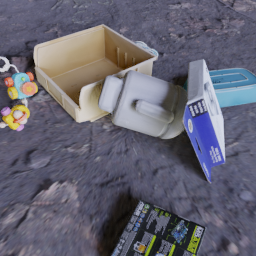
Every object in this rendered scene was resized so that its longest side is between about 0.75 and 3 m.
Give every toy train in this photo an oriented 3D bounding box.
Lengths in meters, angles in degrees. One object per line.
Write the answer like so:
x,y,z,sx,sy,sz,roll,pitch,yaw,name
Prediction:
-3.262,-0.698,7.504,0.613,1.654,2.202,15,81,40,toy train

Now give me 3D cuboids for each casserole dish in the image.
3.148,-1.391,9.145,2.806,0.544,1.700,-9,37,-10,casserole dish

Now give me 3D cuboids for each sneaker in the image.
0.615,-2.848,10.321,1.087,0.422,0.469,21,31,-6,sneaker

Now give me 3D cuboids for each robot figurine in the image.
0.560,-0.603,7.525,2.664,1.504,2.259,17,15,-8,robot figurine

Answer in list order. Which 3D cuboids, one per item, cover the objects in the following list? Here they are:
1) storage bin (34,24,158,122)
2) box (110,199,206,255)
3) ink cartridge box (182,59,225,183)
-1.150,-1.899,9.191,2.921,1.379,2.942,-28,51,-27,storage bin
0.561,2.331,5.405,1.474,0.363,1.527,19,54,19,box
1.942,-0.186,6.869,0.453,2.227,2.232,-11,41,26,ink cartridge box
